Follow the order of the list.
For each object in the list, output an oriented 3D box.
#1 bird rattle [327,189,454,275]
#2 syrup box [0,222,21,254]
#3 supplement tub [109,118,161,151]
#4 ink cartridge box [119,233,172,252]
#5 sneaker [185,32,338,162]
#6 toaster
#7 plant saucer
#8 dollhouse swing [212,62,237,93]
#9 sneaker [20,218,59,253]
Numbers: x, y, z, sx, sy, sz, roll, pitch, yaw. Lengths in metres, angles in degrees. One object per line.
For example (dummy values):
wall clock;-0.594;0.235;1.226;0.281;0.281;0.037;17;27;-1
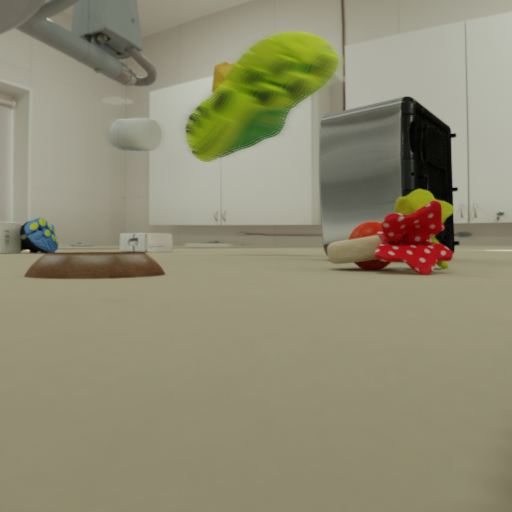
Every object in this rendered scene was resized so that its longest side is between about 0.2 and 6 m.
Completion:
bird rattle;1.037;-0.055;4.301;1.004;0.694;1.231;-12;8;30
syrup box;-5.922;-0.378;11.899;1.704;0.671;0.694;0;1;15
supplement tub;-2.752;-2.751;12.709;1.098;0.724;0.724;12;9;43
ink cartridge box;-2.801;-0.332;14.233;1.162;0.493;0.846;4;3;43
sneaker;0.080;-2.499;8.815;2.924;1.083;1.222;-26;-2;39
toaster;1.675;-0.830;6.924;1.218;1.857;2.053;-3;-1;32
plant saucer;-1.052;0.057;3.703;0.900;0.165;0.900;0;2;0
dollhouse swing;-0.408;-3.729;12.181;0.819;0.847;0.932;-7;41;-24
sneaker;-4.986;-0.356;12.552;0.930;0.796;2.245;-17;5;-15
